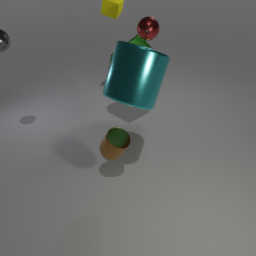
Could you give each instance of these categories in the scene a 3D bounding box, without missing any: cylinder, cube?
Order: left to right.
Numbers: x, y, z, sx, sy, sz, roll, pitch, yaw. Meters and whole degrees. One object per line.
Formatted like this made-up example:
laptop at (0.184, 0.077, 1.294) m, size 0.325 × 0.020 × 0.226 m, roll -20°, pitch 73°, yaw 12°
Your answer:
cube at (-0.639, -5.030, 11.484) m, size 0.700 × 0.700 × 0.700 m, roll 22°, pitch 51°, yaw 4°
cylinder at (-0.371, 0.445, 7.827) m, size 0.700 × 0.700 × 0.700 m, roll 12°, pitch 55°, yaw -18°
cube at (0.258, -2.354, 10.594) m, size 1.400 × 1.400 × 1.400 m, roll -41°, pitch 88°, yaw -12°
cylinder at (0.198, -1.335, 7.159) m, size 1.400 × 1.400 × 1.400 m, roll 17°, pitch 12°, yaw -4°

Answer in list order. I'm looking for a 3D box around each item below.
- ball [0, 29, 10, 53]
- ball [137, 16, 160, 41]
ball at (-3.920, -2.626, 8.429) m, size 0.700 × 0.700 × 0.700 m, roll 0°, pitch 32°, yaw 0°
ball at (0.623, -3.066, 8.640) m, size 0.700 × 0.700 × 0.700 m, roll 0°, pitch 32°, yaw 0°
